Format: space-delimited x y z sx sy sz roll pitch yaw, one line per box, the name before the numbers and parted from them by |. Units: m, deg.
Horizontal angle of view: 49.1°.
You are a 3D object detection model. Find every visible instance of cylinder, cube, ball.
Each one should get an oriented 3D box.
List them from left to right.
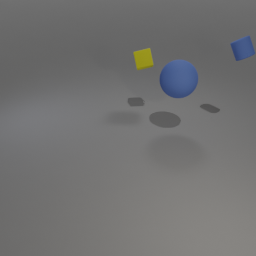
cube | 0.648 -2.866 11.736 0.700 0.700 0.700 -12 6 5
ball | 1.862 -1.794 10.300 1.400 1.400 1.400 0 29 0
cylinder | 4.252 -2.950 10.383 0.700 0.700 0.700 -23 10 4
